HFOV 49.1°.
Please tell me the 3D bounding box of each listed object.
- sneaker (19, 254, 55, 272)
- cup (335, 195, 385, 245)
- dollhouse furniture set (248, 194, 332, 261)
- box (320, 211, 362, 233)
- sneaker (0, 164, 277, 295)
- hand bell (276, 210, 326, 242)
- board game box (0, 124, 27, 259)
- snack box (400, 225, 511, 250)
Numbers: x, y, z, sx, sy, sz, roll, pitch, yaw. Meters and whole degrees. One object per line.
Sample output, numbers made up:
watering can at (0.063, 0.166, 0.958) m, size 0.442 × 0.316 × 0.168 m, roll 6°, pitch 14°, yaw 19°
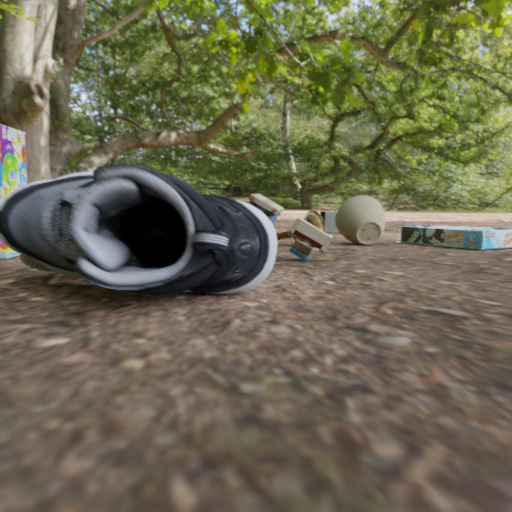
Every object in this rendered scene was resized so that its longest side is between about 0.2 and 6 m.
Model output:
sneaker at (-2.401, -0.191, 7.693) m, size 1.570 × 0.623 × 0.616 m, roll -5°, pitch -34°, yaw -4°
cup at (2.513, -0.718, 13.054) m, size 1.173 × 1.173 × 0.839 m, roll -1°, pitch 29°, yaw -7°
dollhouse furniture set at (0.370, -0.231, 9.484) m, size 1.503 × 1.060 × 1.053 m, roll 30°, pitch 10°, yaw 4°
box at (2.793, -1.035, 17.488) m, size 1.675 × 0.689 × 0.412 m, roll 5°, pitch 4°, yaw 37°
sneaker at (-1.638, -0.364, 5.933) m, size 3.510 × 1.325 × 1.998 m, roll 8°, pitch -2°, yaw 16°
hand bell at (0.706, -0.479, 13.057) m, size 1.638 × 0.853 × 0.853 m, roll -12°, pitch -3°, yaw 36°
board game box at (-5.019, -1.161, 10.351) m, size 1.215 × 2.359 × 1.237 m, roll 0°, pitch 6°, yaw -2°
snack box at (4.683, -0.452, 12.914) m, size 1.397 × 0.446 × 2.405 m, roll -3°, pitch 7°, yaw -29°
